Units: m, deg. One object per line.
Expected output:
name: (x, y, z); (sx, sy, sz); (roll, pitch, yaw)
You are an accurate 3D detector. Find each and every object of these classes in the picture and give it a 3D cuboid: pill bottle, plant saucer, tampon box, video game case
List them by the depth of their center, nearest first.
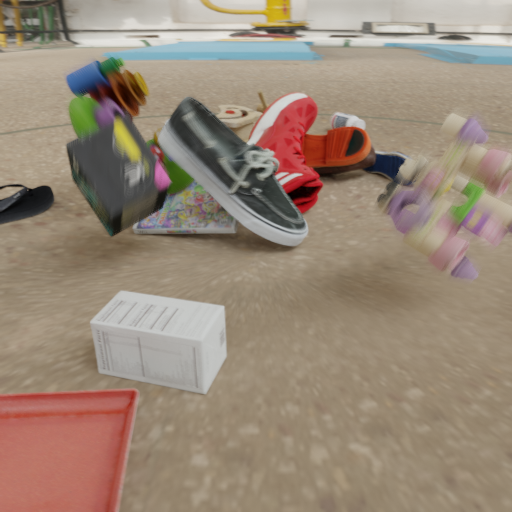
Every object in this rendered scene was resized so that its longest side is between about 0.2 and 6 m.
plant saucer: (-1.894, 1.809, 4.910); (1.579, 0.290, 1.582); (-2, 27, -4)
tampon box: (-1.933, -1.077, 7.890); (0.938, 1.113, 1.486); (-33, 0, -17)
video game case: (-1.106, -0.913, 9.794); (1.854, 0.167, 1.327); (0, 50, 17)
pill bottle: (2.623, -3.754, 16.000); (0.544, 0.544, 0.910); (-21, 33, -36)

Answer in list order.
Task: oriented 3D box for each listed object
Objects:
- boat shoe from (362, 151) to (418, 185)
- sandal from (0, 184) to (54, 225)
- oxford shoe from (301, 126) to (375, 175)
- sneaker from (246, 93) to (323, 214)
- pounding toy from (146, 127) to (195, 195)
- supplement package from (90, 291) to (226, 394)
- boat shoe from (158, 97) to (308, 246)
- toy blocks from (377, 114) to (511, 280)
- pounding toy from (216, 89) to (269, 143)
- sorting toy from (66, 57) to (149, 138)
boat shoe: (3.112, -2.044, 12.389); (0.646, 0.645, 1.785); (-14, 29, -30)
sandal: (-4.733, -0.924, 10.241); (0.897, 0.505, 2.358); (18, 31, 33)
oxford shoe: (1.209, -2.176, 12.611); (2.968, 1.057, 1.077); (5, -15, 30)
sneaker: (0.728, -1.832, 11.030); (1.995, 1.353, 3.453); (26, 61, 25)
pounding toy: (-1.476, -1.844, 9.843); (1.630, 0.756, 1.258); (-19, 62, -4)
supplement package: (-1.055, 0.926, 6.196); (1.285, 0.731, 0.704); (8, 28, 15)
boat shoe: (-0.180, -1.355, 8.848); (2.869, 0.980, 1.059); (43, 34, 1)
toy blocks: (2.573, -0.566, 6.530); (1.434, 1.592, 1.704); (38, 2, 31)
pounding toy: (-0.595, -3.886, 15.227); (1.437, 1.441, 2.513); (18, 31, 24)
sorting toy: (-2.446, -2.700, 9.727); (0.991, 1.450, 2.413); (-22, 38, 14)
